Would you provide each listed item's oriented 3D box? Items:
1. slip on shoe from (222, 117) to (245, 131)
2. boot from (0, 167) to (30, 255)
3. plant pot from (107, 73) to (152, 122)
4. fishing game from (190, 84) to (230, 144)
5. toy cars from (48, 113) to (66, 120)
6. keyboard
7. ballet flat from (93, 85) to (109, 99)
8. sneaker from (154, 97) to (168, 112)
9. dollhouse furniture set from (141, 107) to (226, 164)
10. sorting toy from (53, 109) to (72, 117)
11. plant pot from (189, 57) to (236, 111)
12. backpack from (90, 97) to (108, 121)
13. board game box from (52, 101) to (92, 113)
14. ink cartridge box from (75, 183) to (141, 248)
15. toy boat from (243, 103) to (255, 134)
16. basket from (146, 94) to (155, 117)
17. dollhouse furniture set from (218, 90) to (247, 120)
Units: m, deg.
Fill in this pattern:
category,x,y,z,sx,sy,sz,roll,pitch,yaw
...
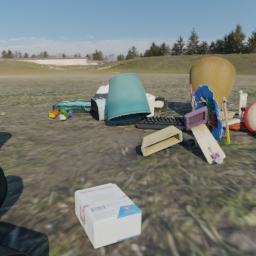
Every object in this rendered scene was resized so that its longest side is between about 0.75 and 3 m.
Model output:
category,x,y,z,sx,sy,sz,roll,pitch,yaw
slip on shoe,3.978,-0.101,10.533,1.492,0.457,0.553,-11,9,9
boot,-1.886,1.373,3.163,2.392,1.087,2.847,3,21,26
plant pot,-0.068,-1.191,10.818,1.709,1.606,1.709,-10,-5,-1
fishing game,2.444,-0.434,8.909,0.415,1.911,2.669,-14,22,-5
toy cars,-3.153,-0.467,12.392,1.139,0.252,0.511,11,16,26
keyboard,1.907,-0.254,11.191,2.886,0.370,1.733,4,15,16
ballet flat,-1.376,-2.197,17.681,1.075,1.075,2.943,7,16,27
sneaker,0.788,-1.215,14.457,2.387,0.918,1.058,5,3,-9
dollhouse furniture set,1.541,0.759,7.710,2.050,1.624,1.455,-22,58,0
sorting toy,-3.106,-0.599,12.906,1.117,0.387,0.385,5,38,28
plant pot,3.647,-1.630,12.412,2.091,2.091,2.243,5,51,18
backpack,-1.161,-0.829,12.330,0.849,0.974,1.108,-7,20,-14
board game box,-2.408,-1.146,14.807,2.620,0.369,1.772,2,14,7
ink cartridge box,-0.363,1.372,4.585,0.772,0.452,1.068,-6,17,-24
toy boat,4.885,-0.362,10.493,1.792,1.170,1.171,-10,-4,-35
basket,0.538,-1.070,13.234,1.224,0.984,1.213,-2,14,-11
dollhouse furniture set,4.727,-0.967,12.282,1.742,1.237,1.381,-7,15,-25
